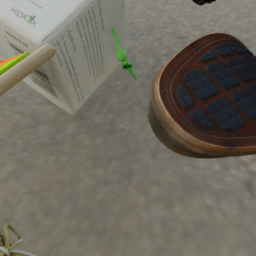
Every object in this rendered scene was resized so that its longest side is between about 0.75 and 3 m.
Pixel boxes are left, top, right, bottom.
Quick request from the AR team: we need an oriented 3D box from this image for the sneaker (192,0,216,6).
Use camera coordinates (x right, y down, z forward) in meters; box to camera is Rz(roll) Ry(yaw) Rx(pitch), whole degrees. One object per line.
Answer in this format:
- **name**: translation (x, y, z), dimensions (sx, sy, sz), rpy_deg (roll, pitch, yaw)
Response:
- **sneaker**: translation (1.932, -3.227, 5.803), dimensions (1.136, 1.357, 2.991), rpy_deg (8, 22, -28)

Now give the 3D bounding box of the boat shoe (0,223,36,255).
- **boat shoe**: translation (-1.732, 1.073, 2.742), dimensions (2.522, 0.924, 0.790), rpy_deg (35, 78, 4)

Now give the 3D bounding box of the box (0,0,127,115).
- **box**: translation (-1.390, -1.898, 5.040), dimensions (2.213, 2.202, 1.896), rpy_deg (35, 72, 14)

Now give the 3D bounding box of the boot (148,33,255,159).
- **boot**: translation (0.734, -0.055, 2.244), dimensions (2.333, 1.131, 0.871), rpy_deg (-18, 69, -46)

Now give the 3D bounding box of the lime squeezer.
- **lime squeezer**: translation (-0.069, -1.144, 4.689), dimensions (0.192, 1.019, 0.360), rpy_deg (-29, 36, 3)

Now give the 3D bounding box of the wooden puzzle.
- **wooden puzzle**: translation (-1.864, -0.489, 3.490), dimensions (1.680, 0.313, 1.555), rpy_deg (-4, 38, 44)
